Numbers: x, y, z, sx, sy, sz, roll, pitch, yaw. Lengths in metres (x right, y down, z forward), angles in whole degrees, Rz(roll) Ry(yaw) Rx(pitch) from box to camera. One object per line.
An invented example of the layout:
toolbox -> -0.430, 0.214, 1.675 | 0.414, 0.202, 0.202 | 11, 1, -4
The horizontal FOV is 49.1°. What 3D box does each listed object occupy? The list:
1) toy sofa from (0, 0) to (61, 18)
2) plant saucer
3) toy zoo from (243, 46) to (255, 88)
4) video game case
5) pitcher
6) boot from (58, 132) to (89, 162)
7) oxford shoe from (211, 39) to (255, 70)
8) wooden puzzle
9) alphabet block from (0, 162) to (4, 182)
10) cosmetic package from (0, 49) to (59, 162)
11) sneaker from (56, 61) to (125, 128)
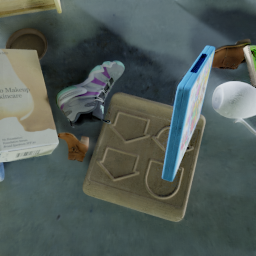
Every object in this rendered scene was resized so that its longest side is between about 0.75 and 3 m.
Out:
toy sofa -> -3.602, -4.350, 8.901 | 2.789, 1.155, 1.361 | -11, 70, -3
plant saucer -> -3.190, -2.564, 8.877 | 1.329, 0.196, 1.329 | 0, 74, 1
toy zoo -> 4.450, -1.872, 8.427 | 1.920, 0.196, 1.260 | -5, 80, -17
video game case -> 1.128, -0.375, 5.009 | 0.206, 1.655, 2.313 | 16, 34, 17
pitcher -> 3.313, -0.535, 7.930 | 1.710, 1.036, 1.467 | 6, 83, -9
boot -> -1.604, 0.541, 7.929 | 0.942, 0.361, 0.732 | 13, 78, -3
oxford shoe -> 2.946, -2.057, 8.477 | 2.043, 0.729, 0.728 | -20, 80, -7
wooden puzzle -> 0.473, 0.744, 7.704 | 2.720, 0.680, 2.937 | 16, 79, 5
alphabet block -> -4.891, 0.330, 6.855 | 2.527, 2.468, 2.481 | -15, 71, -6
cosmetic package -> -2.996, -0.657, 7.613 | 1.520, 1.027, 2.889 | -9, 73, -32
sneaker -> -0.780, -0.800, 7.910 | 2.249, 0.874, 1.573 | -35, 63, 0
